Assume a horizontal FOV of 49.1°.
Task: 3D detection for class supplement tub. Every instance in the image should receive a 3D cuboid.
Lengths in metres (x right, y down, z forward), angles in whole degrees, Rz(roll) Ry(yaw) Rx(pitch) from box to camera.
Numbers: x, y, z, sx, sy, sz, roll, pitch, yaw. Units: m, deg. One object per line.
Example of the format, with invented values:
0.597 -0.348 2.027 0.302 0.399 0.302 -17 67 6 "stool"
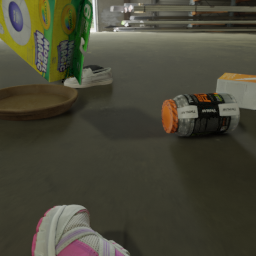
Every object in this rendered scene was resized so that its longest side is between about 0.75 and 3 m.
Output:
1.702 -0.323 6.731 1.638 1.004 1.004 -5 23 -12 "supplement tub"

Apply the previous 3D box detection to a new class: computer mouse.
-1.895 -2.433 12.359 2.258 0.595 1.564 -10 24 -24 "computer mouse"

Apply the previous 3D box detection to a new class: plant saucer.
-3.033 -0.849 8.757 2.939 0.433 2.939 1 23 0 "plant saucer"

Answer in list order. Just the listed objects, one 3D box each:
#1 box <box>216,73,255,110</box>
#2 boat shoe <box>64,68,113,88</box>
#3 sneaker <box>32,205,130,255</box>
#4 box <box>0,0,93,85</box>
3.831 -1.170 8.941 1.778 0.867 1.106 12 25 26 "box"
-1.565 -2.071 11.319 2.090 0.716 0.752 -10 25 -23 "boat shoe"
-0.161 1.507 2.246 1.132 1.044 2.566 -3 20 -16 "sneaker"
-1.729 -2.024 5.173 2.701 1.585 0.653 38 43 23 "box"
